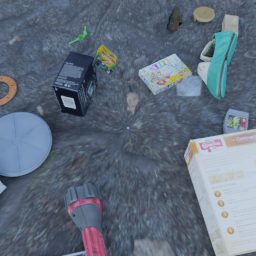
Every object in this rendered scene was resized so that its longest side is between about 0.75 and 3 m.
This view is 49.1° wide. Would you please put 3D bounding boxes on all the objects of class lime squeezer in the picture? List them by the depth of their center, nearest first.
[{"bbox_3d":[-1.772,-3.487,10.517,0.381,0.204,1.079,27,64,14],"label":"lime squeezer"}]

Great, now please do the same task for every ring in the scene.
[{"bbox_3d":[-4.312,-1.207,9.252,1.262,0.121,1.262,0,60,1],"label":"ring"}]

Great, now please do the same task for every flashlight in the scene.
[{"bbox_3d":[-0.818,2.678,6.491,0.927,0.930,2.737,8,48,-36],"label":"flashlight"}]

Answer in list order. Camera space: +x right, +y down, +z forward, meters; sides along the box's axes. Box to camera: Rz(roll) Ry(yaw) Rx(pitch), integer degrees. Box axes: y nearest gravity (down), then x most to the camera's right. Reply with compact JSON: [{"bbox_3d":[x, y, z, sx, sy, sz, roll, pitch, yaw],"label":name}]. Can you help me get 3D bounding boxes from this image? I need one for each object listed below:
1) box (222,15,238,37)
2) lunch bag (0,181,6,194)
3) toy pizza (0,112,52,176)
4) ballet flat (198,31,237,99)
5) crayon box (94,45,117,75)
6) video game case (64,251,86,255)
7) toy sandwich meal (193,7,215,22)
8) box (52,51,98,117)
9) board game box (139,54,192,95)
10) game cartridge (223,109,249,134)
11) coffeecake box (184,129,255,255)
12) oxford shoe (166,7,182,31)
[{"bbox_3d":[3.809,-3.682,10.482,0.530,0.434,1.117,9,60,5],"label":"box"},{"bbox_3d":[-4.011,1.505,7.304,1.236,0.786,1.048,45,66,-5],"label":"lunch bag"},{"bbox_3d":[-3.190,0.455,8.119,1.976,0.313,1.976,1,66,-2],"label":"toy pizza"},{"bbox_3d":[2.906,-2.131,9.384,1.049,1.004,2.981,8,56,24],"label":"ballet flat"},{"bbox_3d":[-0.604,-1.917,7.691,0.553,0.221,0.871,34,38,-26],"label":"crayon box"},{"bbox_3d":[-1.534,3.658,6.430,1.434,0.165,1.307,-11,61,-5],"label":"video game case"},{"bbox_3d":[2.979,-4.426,11.011,0.910,0.312,0.910,-1,63,2],"label":"toy sandwich meal"},{"bbox_3d":[-1.562,-1.318,8.583,0.818,1.369,1.392,13,61,8],"label":"box"},{"bbox_3d":[1.261,-1.841,9.521,1.501,0.257,1.009,-28,64,-15],"label":"board game box"},{"bbox_3d":[3.294,-0.111,8.583,0.691,0.212,1.038,12,61,12],"label":"game cartridge"},{"bbox_3d":[2.921,1.562,7.119,2.168,1.032,2.825,-9,61,-5],"label":"coffeecake box"},{"bbox_3d":[1.846,-4.170,10.824,0.528,0.454,1.251,19,63,-8],"label":"oxford shoe"}]
